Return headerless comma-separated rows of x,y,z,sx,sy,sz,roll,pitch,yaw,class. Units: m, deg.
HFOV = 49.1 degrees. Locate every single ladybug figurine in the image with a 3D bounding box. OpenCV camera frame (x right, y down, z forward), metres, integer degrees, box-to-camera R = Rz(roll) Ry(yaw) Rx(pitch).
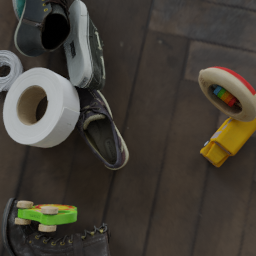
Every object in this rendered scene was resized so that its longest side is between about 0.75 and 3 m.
2.361,-0.854,6.491,0.592,1.117,1.646,-42,79,-17,ladybug figurine

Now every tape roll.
-2.116,-0.474,6.832,1.891,0.661,1.891,-5,77,25,tape roll

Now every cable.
-3.308,-1.514,7.452,1.048,0.363,1.048,-30,84,-3,cable

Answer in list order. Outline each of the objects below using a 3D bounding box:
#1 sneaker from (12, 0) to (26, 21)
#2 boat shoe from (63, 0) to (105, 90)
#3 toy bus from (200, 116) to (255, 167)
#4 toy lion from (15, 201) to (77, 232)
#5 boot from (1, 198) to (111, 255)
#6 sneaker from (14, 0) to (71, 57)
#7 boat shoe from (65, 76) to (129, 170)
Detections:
-2.594,-3.668,7.506,0.731,0.653,1.829,1,83,5,sneaker
-1.111,-2.134,7.290,0.824,0.915,2.588,10,63,-41,boat shoe
2.708,0.092,7.093,0.630,0.757,1.935,41,86,4,toy bus
-1.707,1.950,6.413,1.456,1.396,0.500,-4,79,39,toy lion
-1.620,2.810,6.874,2.390,0.951,2.745,-14,83,-9,boot
-1.800,-3.187,6.884,1.108,1.574,2.963,11,93,-42,sneaker
-0.847,-0.197,7.051,0.991,0.893,2.755,-28,85,-2,boat shoe
